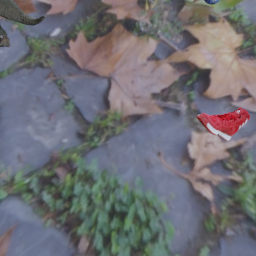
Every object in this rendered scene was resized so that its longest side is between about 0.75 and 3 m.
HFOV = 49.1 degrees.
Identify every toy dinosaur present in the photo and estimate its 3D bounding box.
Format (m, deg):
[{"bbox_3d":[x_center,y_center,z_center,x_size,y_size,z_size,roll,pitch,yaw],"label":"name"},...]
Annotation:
[{"bbox_3d":[-2.852,-2.090,4.957,2.649,1.019,1.355,-1,104,16],"label":"toy dinosaur"}]

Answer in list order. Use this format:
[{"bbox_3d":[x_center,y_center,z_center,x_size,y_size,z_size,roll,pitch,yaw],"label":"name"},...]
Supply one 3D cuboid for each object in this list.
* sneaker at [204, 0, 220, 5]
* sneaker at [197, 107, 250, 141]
[{"bbox_3d":[1.849,-3.197,5.085,0.777,0.882,1.979,35,98,24],"label":"sneaker"},{"bbox_3d":[1.718,-0.194,4.977,0.657,1.138,0.446,-47,54,20],"label":"sneaker"}]
